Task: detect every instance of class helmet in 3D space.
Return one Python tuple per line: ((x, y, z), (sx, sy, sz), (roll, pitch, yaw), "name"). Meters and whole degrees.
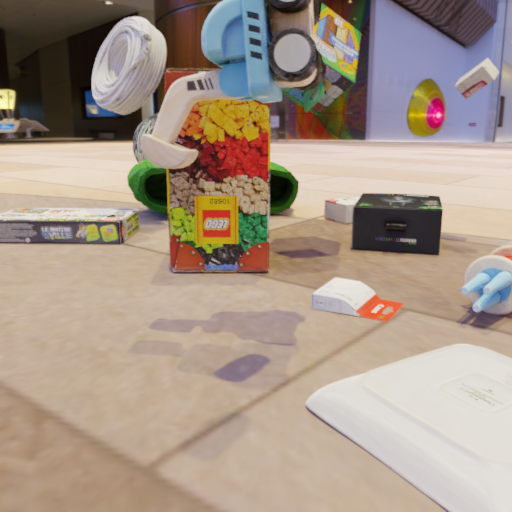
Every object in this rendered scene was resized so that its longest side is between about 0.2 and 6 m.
((-3.635, -4.172, 21.167), (2.181, 2.181, 2.079), (8, -5, 27), "helmet")

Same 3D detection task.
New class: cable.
((-2.655, -3.914, 11.529), (0.683, 1.973, 1.973), (15, 36, -42), "cable")

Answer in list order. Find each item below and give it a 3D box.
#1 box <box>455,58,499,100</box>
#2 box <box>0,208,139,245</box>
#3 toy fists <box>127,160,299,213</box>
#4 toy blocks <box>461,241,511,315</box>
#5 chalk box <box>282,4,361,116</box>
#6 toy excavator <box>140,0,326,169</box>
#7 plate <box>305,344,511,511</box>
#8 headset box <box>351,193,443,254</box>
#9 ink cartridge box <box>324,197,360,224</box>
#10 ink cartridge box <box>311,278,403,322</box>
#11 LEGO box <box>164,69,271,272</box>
((4.058, -3.251, 10.309), (0.634, 0.346, 0.405), (-33, 12, 50), "box")
((-3.911, -0.633, 11.493), (2.696, 0.468, 1.484), (1, 15, 3), "box")
((-1.073, -1.782, 14.140), (4.245, 1.460, 2.164), (-2, 22, -12), "toy fists")
((3.682, 0.368, 7.056), (1.815, 0.791, 2.178), (12, 19, 39), "toy blocks")
((0.995, -3.165, 9.376), (1.028, 1.659, 1.035), (27, -34, -22), "chalk box")
((-0.284, -1.898, 5.792), (1.937, 1.883, 0.967), (-2, 10, 13), "toy excavator")
((1.833, 1.252, 4.575), (2.115, 0.342, 2.111), (-9, 16, -30), "plate")
((2.719, -0.651, 10.813), (1.608, 0.857, 1.846), (4, 15, 16), "headset box")
((2.297, -1.093, 13.258), (1.124, 0.469, 0.816), (-9, 17, -31), "ink cartridge box")
((1.359, 0.560, 7.426), (1.019, 0.291, 0.828), (3, 14, 29), "ink cartridge box")
((-0.599, -1.745, 10.494), (1.616, 3.119, 4.188), (0, 15, -1), "LEGO box")
